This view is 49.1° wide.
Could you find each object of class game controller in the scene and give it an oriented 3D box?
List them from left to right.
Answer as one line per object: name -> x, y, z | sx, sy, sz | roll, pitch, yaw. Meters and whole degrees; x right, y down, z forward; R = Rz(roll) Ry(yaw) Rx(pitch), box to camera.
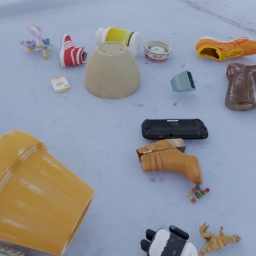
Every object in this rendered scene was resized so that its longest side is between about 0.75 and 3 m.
game controller -> 1.602, 0.027, 9.747 | 2.262, 0.476, 1.180 | 0, 22, 0

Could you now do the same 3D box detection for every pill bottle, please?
pill bottle -> -0.500, -4.277, 13.766 | 2.080, 1.170, 1.170 | 18, 46, 17

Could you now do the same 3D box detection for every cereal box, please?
cereal box -> -2.889, -1.866, 11.934 | 0.647, 0.178, 0.899 | -19, 47, -19

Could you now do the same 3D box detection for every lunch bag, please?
lunch bag -> -2.724, 3.020, 6.277 | 0.985, 0.826, 0.686 | 15, 45, 15

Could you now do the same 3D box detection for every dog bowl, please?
dog bowl -> 1.433, -3.726, 13.590 | 1.418, 0.523, 1.418 | 4, 45, -4

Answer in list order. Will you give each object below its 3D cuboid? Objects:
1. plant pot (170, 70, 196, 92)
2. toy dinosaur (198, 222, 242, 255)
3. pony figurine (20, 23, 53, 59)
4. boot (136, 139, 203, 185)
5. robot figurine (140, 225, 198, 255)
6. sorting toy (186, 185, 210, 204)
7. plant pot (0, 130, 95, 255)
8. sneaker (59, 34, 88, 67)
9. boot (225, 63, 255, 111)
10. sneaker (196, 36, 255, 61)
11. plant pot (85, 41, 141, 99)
plant pot -> 2.146, -1.780, 11.143 | 0.791, 0.776, 0.774 | -17, -3, 27
toy dinosaur -> 2.028, 2.791, 6.777 | 1.641, 0.496, 0.872 | -20, 48, -19
pony figurine -> -4.472, -4.185, 13.837 | 1.532, 1.322, 1.587 | 21, 33, -25
boot -> 1.202, 1.111, 8.402 | 1.575, 0.750, 2.036 | -10, 32, -12
robot figurine -> 0.946, 2.862, 6.479 | 1.319, 0.991, 0.823 | 20, 4, 21
sorting toy -> 1.981, 1.807, 7.924 | 0.766, 0.130, 0.369 | -26, 68, -31
plant pot -> -2.198, 1.716, 6.672 | 2.374, 2.593, 2.593 | 27, 48, 5
sneaker -> -2.570, -3.784, 13.505 | 1.289, 0.816, 2.292 | -5, 51, 0
boot -> 5.255, -1.651, 11.146 | 2.700, 0.931, 2.897 | -1, 39, 18
sneaker -> 4.759, -3.654, 13.415 | 2.979, 1.087, 1.149 | 2, 59, 12
plant pot -> -0.655, -2.586, 11.636 | 2.464, 1.654, 2.464 | -1, 43, 0
